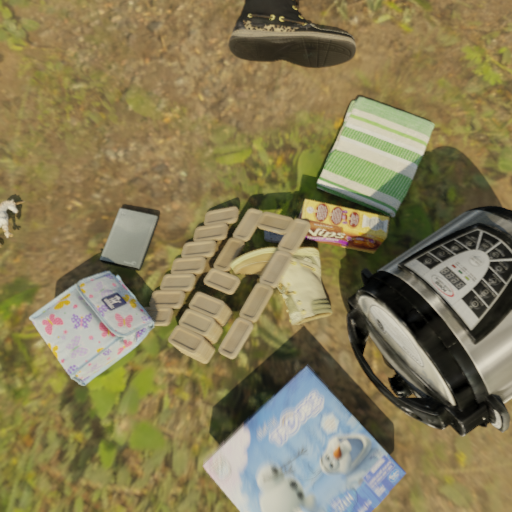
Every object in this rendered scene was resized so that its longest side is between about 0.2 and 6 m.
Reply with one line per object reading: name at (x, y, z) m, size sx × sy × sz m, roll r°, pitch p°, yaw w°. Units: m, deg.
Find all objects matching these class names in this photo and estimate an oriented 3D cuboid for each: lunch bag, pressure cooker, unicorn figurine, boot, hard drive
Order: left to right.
unicorn figurine at (-5.395, -0.674, 11.759) m, size 1.227 × 0.453 × 0.842 m, roll -30°, pitch 63°, yaw -6°
lunch bag at (-3.079, 1.280, 10.684) m, size 1.797 × 1.142 × 1.524 m, roll -35°, pitch 72°, yaw -17°
hard drive at (-2.650, -0.344, 11.746) m, size 0.865 × 0.204 × 1.239 m, roll 12°, pitch 68°, yaw 7°
boot at (0.530, 0.615, 10.967) m, size 1.937 × 0.698 × 1.498 m, roll -3°, pitch 70°, yaw -26°
boot at (0.936, -5.724, 13.393) m, size 2.975 × 1.089 × 2.240 m, roll 4°, pitch 70°, yaw 8°
pressure cooker at (3.414, 1.207, 9.627) m, size 3.475 × 3.057 × 3.104 m, roll -33°, pitch 95°, yaw -5°

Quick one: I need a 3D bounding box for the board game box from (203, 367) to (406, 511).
board game box at (0.816, 3.672, 9.643) m, size 2.483 × 0.539 × 2.471 m, roll -41°, pitch 76°, yaw -16°

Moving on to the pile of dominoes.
pile of dominoes at (-0.616, 0.481, 11.098) m, size 2.520 × 0.515 × 3.233 m, roll 18°, pitch 68°, yaw 36°

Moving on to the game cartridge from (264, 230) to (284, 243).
game cartridge at (0.516, -0.505, 11.886) m, size 0.701 × 0.142 × 0.467 m, roll -1°, pitch 66°, yaw 0°

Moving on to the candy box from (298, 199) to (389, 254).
candy box at (1.712, -0.585, 11.381) m, size 1.723 × 1.005 × 0.486 m, roll 11°, pitch 70°, yaw -1°

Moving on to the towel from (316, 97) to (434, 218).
towel at (2.645, -2.250, 12.473) m, size 1.952 × 0.299 × 2.559 m, roll 23°, pitch 70°, yaw 8°
